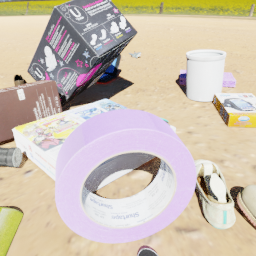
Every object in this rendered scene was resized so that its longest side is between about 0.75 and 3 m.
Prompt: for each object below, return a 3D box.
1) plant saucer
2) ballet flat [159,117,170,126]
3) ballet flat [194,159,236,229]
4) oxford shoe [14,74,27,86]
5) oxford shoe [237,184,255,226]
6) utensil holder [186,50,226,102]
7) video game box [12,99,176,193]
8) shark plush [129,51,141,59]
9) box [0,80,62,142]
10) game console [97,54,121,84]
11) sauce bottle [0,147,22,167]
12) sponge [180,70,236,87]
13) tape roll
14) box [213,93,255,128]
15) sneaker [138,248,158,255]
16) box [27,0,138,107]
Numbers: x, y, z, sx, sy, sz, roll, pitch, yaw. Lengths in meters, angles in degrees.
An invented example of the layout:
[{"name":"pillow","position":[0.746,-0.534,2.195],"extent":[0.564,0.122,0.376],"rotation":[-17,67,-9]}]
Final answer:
[{"name":"plant saucer","position":[-2.525,1.663,4.166],"extent":[1.462,0.351,1.465],"rotation":[-1,26,-1]},{"name":"ballet flat","position":[0.014,0.060,5.545],"extent":[0.665,0.665,1.850],"rotation":[-21,18,-36]},{"name":"ballet flat","position":[1.566,0.989,5.213],"extent":[0.656,0.606,1.944],"rotation":[-6,26,0]},{"name":"oxford shoe","position":[-4.265,-1.884,11.059],"extent":[0.486,0.565,1.338],"rotation":[-12,27,-19]},{"name":"oxford shoe","position":[2.825,1.399,4.006],"extent":[0.921,0.960,2.601],"rotation":[-20,33,-34]},{"name":"utensil holder","position":[2.669,-1.843,9.789],"extent":[1.315,1.548,1.315],"rotation":[-2,25,1]},{"name":"video game box","position":[-0.787,0.240,6.670],"extent":[2.878,0.674,2.622],"rotation":[-23,37,-38]},{"name":"shark plush","position":[0.415,-4.189,15.909],"extent":[0.373,0.342,0.821],"rotation":[-21,33,-36]},{"name":"box","position":[-2.970,-0.442,7.252],"extent":[2.394,1.199,0.897],"rotation":[-22,22,-34]},{"name":"game console","position":[-1.333,-2.663,12.110],"extent":[1.697,1.007,1.463],"rotation":[13,29,25]},{"name":"sauce bottle","position":[-3.361,0.572,5.971],"extent":[2.100,0.693,0.693],"rotation":[2,27,7]},{"name":"sponge","position":[3.269,-2.075,11.685],"extent":[2.203,0.328,1.229],"rotation":[5,27,10]},{"name":"tape roll","position":[-0.045,0.749,4.138],"extent":[1.994,1.994,0.654],"rotation":[-6,29,-11]},{"name":"box","position":[3.480,-0.645,8.723],"extent":[1.258,0.438,2.114],"rotation":[0,28,2]},{"name":"sneaker","position":[0.307,1.922,3.515],"extent":[0.404,0.467,1.127],"rotation":[0,27,-1]},{"name":"box","position":[-1.482,-2.309,8.492],"extent":[1.956,1.698,2.960],"rotation":[-45,6,-39]}]
